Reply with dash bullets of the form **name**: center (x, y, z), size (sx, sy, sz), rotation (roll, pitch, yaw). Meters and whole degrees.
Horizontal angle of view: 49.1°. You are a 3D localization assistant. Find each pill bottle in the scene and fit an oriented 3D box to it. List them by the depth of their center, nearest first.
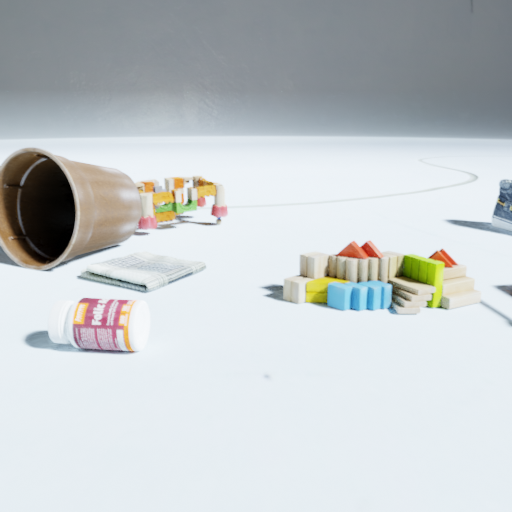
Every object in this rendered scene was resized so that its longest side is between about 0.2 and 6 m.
- **pill bottle**: center (-1.633, 0.708, 5.858), size (0.937, 0.535, 0.535), rotation (2, 15, 6)

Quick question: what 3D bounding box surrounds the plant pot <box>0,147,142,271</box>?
- **plant pot**: center (-3.041, -0.813, 9.389), size (1.881, 1.881, 1.862), rotation (7, 9, 25)

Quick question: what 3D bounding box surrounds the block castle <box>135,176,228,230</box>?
- **block castle**: center (-1.732, -1.050, 11.760), size (2.011, 0.943, 1.343), rotation (-13, 24, -32)

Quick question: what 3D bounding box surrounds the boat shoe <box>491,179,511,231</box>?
- **boat shoe**: center (5.522, -0.913, 10.976), size (0.797, 1.022, 2.252), rotation (-5, 16, -20)

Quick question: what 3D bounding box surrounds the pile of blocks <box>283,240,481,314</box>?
- **pile of blocks**: center (1.621, 0.217, 7.194), size (2.518, 0.782, 1.034), rotation (-1, 14, -3)

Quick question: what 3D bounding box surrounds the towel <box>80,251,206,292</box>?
- **towel**: center (-1.699, 0.169, 8.446), size (1.442, 0.249, 1.388), rotation (8, 17, 31)
